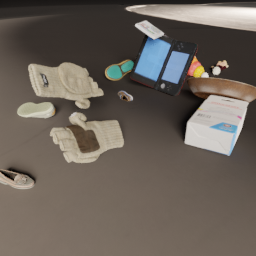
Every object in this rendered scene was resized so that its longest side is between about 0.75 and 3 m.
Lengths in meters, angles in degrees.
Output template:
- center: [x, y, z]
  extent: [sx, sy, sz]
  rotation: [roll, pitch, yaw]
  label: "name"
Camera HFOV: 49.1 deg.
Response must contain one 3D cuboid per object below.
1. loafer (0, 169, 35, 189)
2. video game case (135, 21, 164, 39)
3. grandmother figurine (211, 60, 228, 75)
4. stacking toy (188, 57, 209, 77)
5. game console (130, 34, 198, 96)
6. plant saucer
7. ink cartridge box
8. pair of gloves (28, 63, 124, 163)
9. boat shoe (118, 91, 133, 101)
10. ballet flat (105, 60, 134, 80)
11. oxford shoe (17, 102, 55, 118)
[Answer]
- center: [-2.991, 1.345, 7.430]
  extent: [1.056, 0.332, 0.380]
  rotation: [8, 31, 14]
  label: "loafer"
- center: [0.905, -4.079, 11.621]
  extent: [1.004, 0.119, 0.914]
  rotation: [38, 42, 10]
  label: "video game case"
- center: [5.078, -3.341, 15.549]
  extent: [0.938, 0.469, 1.547]
  rotation: [-10, 22, 40]
  label: "grandmother figurine"
- center: [3.580, -2.990, 14.634]
  extent: [1.090, 1.090, 1.492]
  rotation: [-21, 54, -33]
  label: "stacking toy"
- center: [1.552, -2.911, 12.376]
  extent: [1.427, 2.404, 2.072]
  rotation: [15, 10, -42]
  label: "game console"
- center: [3.692, -1.399, 11.066]
  extent: [2.848, 0.521, 2.848]
  rotation: [12, 1, 0]
  label: "plant saucer"
- center: [3.106, -0.209, 9.594]
  extent: [1.472, 0.867, 2.557]
  rotation: [16, 34, 26]
  label: "ink cartridge box"
- center: [-1.416, -0.461, 8.034]
  extent: [0.514, 2.929, 2.491]
  rotation: [-25, -3, 37]
  label: "pair of gloves"
- center: [-0.181, -1.394, 12.247]
  extent: [0.837, 0.302, 0.303]
  rotation: [26, 40, 37]
  label: "boat shoe"
- center: [-0.552, -2.969, 14.761]
  extent: [0.754, 0.821, 2.393]
  rotation: [-12, 14, 42]
  label: "ballet flat"
- center: [-3.530, -0.640, 10.783]
  extent: [1.765, 0.510, 0.663]
  rotation: [-1, 61, 24]
  label: "oxford shoe"
